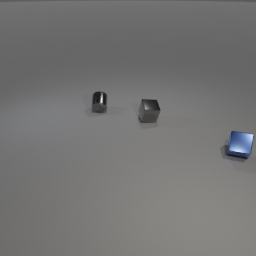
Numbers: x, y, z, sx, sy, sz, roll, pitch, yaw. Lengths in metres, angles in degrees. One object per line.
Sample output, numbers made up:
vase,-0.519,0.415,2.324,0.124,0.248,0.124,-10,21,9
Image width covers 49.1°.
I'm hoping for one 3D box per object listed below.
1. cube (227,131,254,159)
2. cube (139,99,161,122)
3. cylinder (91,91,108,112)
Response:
cube,3.764,0.566,9.420,0.700,0.700,0.700,10,-14,18
cube,0.903,-0.736,11.901,0.700,0.700,0.700,1,45,-14
cylinder,-1.292,-1.184,12.756,0.700,0.700,0.700,0,57,0
